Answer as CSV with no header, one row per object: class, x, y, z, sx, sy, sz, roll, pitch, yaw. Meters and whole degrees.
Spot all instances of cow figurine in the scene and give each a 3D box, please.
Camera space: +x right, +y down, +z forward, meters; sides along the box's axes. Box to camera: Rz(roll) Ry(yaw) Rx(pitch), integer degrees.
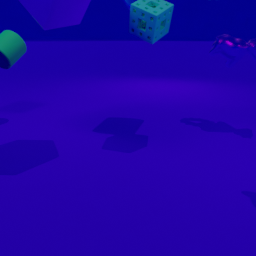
cow figurine,3.307,-2.430,8.339,1.416,1.393,0.777,31,62,-4

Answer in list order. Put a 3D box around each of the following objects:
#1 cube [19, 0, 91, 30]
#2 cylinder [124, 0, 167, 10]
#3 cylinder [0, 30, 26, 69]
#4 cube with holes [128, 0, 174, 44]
cube,-1.767,-3.376,6.864,1.247,1.247,1.247,50,45,7
cylinder,0.552,-4.149,8.905,1.251,1.251,1.251,5,3,14
cylinder,-3.836,-2.469,8.841,0.882,0.882,0.882,9,53,25
cube with holes,0.606,-2.934,7.547,0.815,0.815,0.815,33,55,20
